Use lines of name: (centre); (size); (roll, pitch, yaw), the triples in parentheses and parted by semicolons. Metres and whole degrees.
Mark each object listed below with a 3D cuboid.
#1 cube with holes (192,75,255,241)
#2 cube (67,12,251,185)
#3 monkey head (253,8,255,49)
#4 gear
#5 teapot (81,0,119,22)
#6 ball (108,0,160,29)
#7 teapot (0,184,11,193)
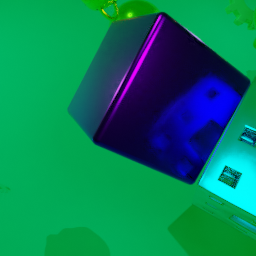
cube with holes: (1.365, 0.434, 2.589); (1.102, 1.102, 1.102); (27, 75, 20)
cube: (0.250, -0.336, 3.095); (1.241, 1.241, 1.241); (26, 95, -28)
monkey head: (2.798, -1.752, 4.649); (1.339, 1.861, 1.121); (15, 84, 47)
gear: (2.906, -2.972, 6.276); (1.432, 0.265, 1.432); (0, 100, -1)
teapot: (-0.398, -2.255, 4.213); (0.643, 0.817, 1.313); (-18, 96, -30)
ball: (0.185, -2.006, 5.754); (1.171, 1.171, 1.171); (0, 58, 0)
teapot: (-2.397, 0.451, 3.436); (1.972, 0.966, 1.226); (34, 97, -17)
